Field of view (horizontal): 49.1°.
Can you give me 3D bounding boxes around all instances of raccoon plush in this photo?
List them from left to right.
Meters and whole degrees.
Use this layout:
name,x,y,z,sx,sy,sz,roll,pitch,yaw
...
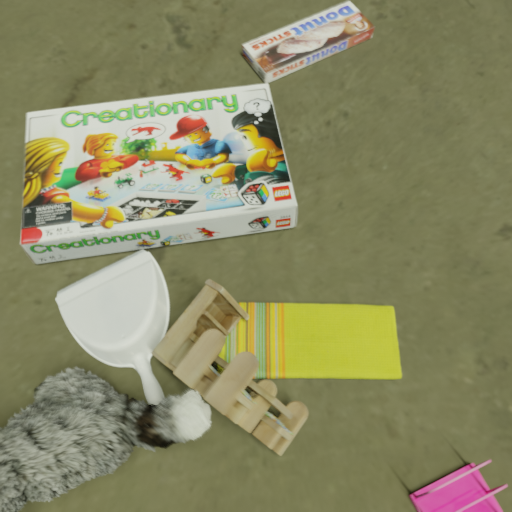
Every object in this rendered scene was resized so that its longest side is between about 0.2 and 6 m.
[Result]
name,x,y,z,sx,sy,sz,roll,pitch,yaw
raccoon plush,-2.586,2.498,7.286,3.412,2.286,1.651,-27,92,29

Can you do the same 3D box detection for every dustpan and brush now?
name,x,y,z,sx,sy,sz,roll,pitch,yaw
dustpan and brush,-2.113,1.441,9.437,1.889,0.774,2.706,-27,58,-3

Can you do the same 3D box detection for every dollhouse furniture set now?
name,x,y,z,sx,sy,sz,roll,pitch,yaw
dollhouse furniture set,-0.264,1.569,8.464,2.226,1.951,1.478,27,73,40

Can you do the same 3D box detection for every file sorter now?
name,x,y,z,sx,sy,sz,roll,pitch,yaw
file sorter,3.171,3.871,7.847,1.143,1.031,1.644,-22,64,-11

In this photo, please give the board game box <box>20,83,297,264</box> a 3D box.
name,x,y,z,sx,sy,sz,roll,pitch,yaw
board game box,-1.915,-1.693,10.937,4.965,0.859,3.134,-9,61,-5

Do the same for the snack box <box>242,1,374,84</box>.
name,x,y,z,sx,sy,sz,roll,pitch,yaw
snack box,1.219,-4.988,13.016,2.981,0.362,1.072,-27,65,-14

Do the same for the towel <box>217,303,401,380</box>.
name,x,y,z,sx,sy,sz,roll,pitch,yaw
towel,0.870,1.472,9.614,3.097,0.280,1.333,1,65,0
